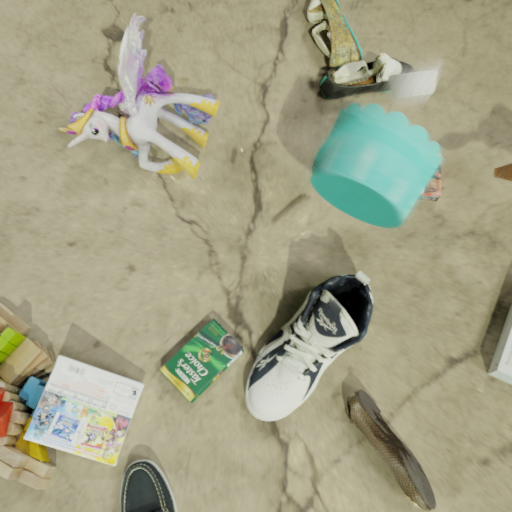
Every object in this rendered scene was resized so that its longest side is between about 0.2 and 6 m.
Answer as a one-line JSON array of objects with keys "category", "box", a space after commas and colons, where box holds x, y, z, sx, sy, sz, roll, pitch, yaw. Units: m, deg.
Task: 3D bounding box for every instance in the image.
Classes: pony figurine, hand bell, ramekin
[{"category": "pony figurine", "box": [-2.184, -2.936, 10.998, 2.717, 2.262, 2.623, 18, 79, -9]}, {"category": "hand bell", "box": [4.855, -1.359, 9.025, 1.876, 0.977, 0.977, 2, 67, 29]}, {"category": "ramekin", "box": [2.532, -2.764, 9.041, 0.772, 0.772, 0.359, -7, 103, -3]}]

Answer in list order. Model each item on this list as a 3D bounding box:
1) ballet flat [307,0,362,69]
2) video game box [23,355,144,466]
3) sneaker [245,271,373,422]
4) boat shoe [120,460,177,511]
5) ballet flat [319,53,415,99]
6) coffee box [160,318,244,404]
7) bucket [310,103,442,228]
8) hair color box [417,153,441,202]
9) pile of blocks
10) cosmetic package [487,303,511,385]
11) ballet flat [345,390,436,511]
[{"category": "ballet flat", "box": [1.578, -5.192, 12.348, 0.903, 0.903, 2.554, -14, 70, -5]}, {"category": "video game box", "box": [-2.832, 2.577, 9.335, 1.533, 0.359, 1.397, 23, 67, -14]}, {"category": "sneaker", "box": [0.921, 1.370, 9.192, 2.995, 1.949, 1.195, -40, 73, -14]}, {"category": "boat shoe", "box": [-1.645, 4.426, 8.663, 0.932, 0.744, 2.466, -15, 70, -6]}, {"category": "ballet flat", "box": [2.411, -3.813, 11.830, 2.162, 0.739, 0.735, -16, 70, -6]}, {"category": "coffee box", "box": [-0.948, 1.849, 9.894, 1.328, 0.292, 0.817, -42, 75, -14]}, {"category": "bucket", "box": [1.724, -1.289, 8.363, 1.773, 1.773, 1.154, 28, 80, 10]}, {"category": "hair color box", "box": [3.402, -1.599, 11.215, 0.532, 0.307, 0.960, 6, 70, 2]}, {"category": "pile of blocks", "box": [-4.078, 2.205, 9.360, 1.374, 1.040, 3.348, -26, 72, -10]}, {"category": "cosmetic package", "box": [5.177, 1.503, 9.911, 1.486, 0.509, 1.971, 26, 71, 8]}, {"category": "ballet flat", "box": [2.162, 3.229, 9.249, 0.500, 0.726, 2.155, -41, 72, 17]}]
